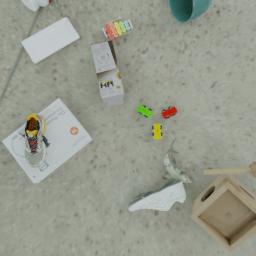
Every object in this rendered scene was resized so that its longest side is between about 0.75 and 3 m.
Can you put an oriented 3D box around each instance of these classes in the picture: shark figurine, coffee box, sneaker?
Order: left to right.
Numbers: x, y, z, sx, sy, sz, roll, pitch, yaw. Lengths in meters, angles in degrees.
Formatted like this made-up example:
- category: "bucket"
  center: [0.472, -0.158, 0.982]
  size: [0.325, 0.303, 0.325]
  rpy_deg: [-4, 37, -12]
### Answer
- category: "sneaker"
  center: [-3.313, 0.411, 9.713]
  size: [0.743, 0.784, 1.909]
  rpy_deg: [-5, 80, -1]
- category: "coffee box"
  center: [-0.757, -2.030, 10.670]
  size: [0.862, 1.237, 2.163]
  rpy_deg: [-12, 79, -3]
- category: "sneaker"
  center: [1.043, 2.600, 9.913]
  size: [2.167, 0.762, 0.868]
  rpy_deg: [-21, 93, 1]
- category: "shark figurine"
  center: [1.641, 1.216, 10.222]
  size: [1.080, 0.754, 1.807]
  rpy_deg: [-9, 120, 32]

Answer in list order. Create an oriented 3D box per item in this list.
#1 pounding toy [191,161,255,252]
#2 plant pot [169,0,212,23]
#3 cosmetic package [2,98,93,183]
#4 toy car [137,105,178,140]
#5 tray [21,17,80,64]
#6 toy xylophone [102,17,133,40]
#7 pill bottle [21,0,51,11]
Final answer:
- category: "pounding toy"
  center: [3.413, 2.105, 9.297]
  size: [2.468, 1.285, 2.809]
  rpy_deg: [42, 109, 5]
- category: "plant pot"
  center: [2.596, -5.177, 11.231]
  size: [1.265, 1.576, 1.576]
  rpy_deg: [-24, 79, -19]
- category: "cosmetic package"
  center: [-2.964, 0.464, 10.455]
  size: [2.621, 0.677, 1.976]
  rpy_deg: [-40, 84, -8]
- category: "toy car"
  center: [0.984, -0.431, 10.807]
  size: [1.405, 0.333, 1.493]
  rpy_deg: [31, 79, 7]
- category: "tray"
  center: [-3.151, -3.574, 11.503]
  size: [2.149, 0.238, 1.154]
  rpy_deg: [-32, 79, -6]
- category: "toy xylophone"
  center: [-0.478, -4.147, 11.581]
  size: [1.251, 0.314, 0.916]
  rpy_deg: [-29, 79, -6]
- category: "pill bottle"
  center: [-3.447, -5.904, 11.478]
  size: [1.218, 1.218, 2.166]
  rpy_deg: [33, 81, 7]
